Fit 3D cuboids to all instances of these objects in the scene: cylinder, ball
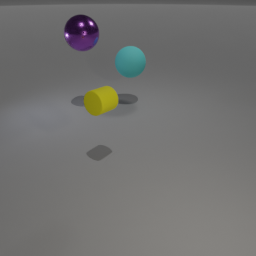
[{"bbox_3d":[-0.745,-0.758,7.765,0.700,0.700,0.700,18,29,31],"label":"cylinder"},{"bbox_3d":[-1.845,-3.781,11.179,1.400,1.400,1.400,0,27,0],"label":"ball"},{"bbox_3d":[0.108,-2.988,12.706,1.400,1.400,1.400,0,27,0],"label":"ball"}]
